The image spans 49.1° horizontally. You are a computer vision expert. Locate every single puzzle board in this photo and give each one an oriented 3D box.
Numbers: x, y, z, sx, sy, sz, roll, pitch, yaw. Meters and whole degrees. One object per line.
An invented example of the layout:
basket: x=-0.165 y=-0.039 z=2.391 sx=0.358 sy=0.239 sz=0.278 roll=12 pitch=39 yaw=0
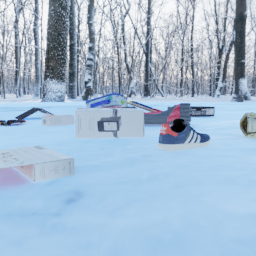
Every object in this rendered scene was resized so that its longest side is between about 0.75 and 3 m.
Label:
puzzle board: x=1.046 y=-0.717 z=11.544 sx=2.316 sy=0.201 sz=1.745 roll=19 pitch=4 yaw=-12

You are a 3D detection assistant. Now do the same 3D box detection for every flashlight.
flashlight: x=1.024 y=-0.506 z=10.332 sx=2.536 sy=0.862 sz=0.858 roll=2 pitch=6 yaw=10

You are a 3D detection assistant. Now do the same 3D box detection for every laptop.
laptop: x=-4.452 y=-0.505 z=13.683 sx=1.579 sy=0.915 sz=1.478 roll=30 pitch=-11 yaw=-33

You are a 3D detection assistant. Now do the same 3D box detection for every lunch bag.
lunch bag: x=-0.983 y=-1.062 z=13.187 sx=1.838 sy=0.758 sz=1.478 roll=-14 pitch=-12 yaw=25

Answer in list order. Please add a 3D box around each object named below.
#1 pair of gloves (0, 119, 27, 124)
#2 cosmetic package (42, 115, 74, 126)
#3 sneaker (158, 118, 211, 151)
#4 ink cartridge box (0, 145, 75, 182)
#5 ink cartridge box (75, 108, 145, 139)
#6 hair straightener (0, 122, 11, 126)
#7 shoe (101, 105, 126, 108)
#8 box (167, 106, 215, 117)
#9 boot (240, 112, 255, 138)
pair of gloves: x=-4.690 y=-0.232 z=10.760 sx=1.388 sy=0.172 sz=1.237 roll=-2 pitch=0 yaw=-3
cosmetic package: x=-2.617 y=-0.293 z=10.510 sx=1.072 sy=0.382 sz=0.544 roll=-5 pitch=8 yaw=-41
sneaker: x=1.274 y=0.102 z=6.050 sx=1.492 sy=0.631 sz=0.559 roll=-5 pitch=8 yaw=-40
ink cartridge box: x=-1.552 y=0.513 z=4.065 sx=1.110 sy=0.278 sz=1.278 roll=-6 pitch=9 yaw=-37
ink cartridge box: x=-0.523 y=-0.168 z=7.784 sx=1.802 sy=0.751 sz=1.308 roll=-1 pitch=7 yaw=-8
hair straightener: x=-4.597 y=-0.168 z=10.375 sx=0.301 sy=0.160 sz=0.782 roll=-6 pitch=10 yaw=-40
shoe: x=-0.642 y=-0.574 z=11.853 sx=0.884 sy=0.694 sz=1.944 roll=-3 pitch=2 yaw=-14
box: x=3.333 y=-0.899 z=15.039 sx=2.087 sy=0.519 sz=1.646 roll=-1 pitch=6 yaw=-7
boot: x=3.819 y=-0.066 z=6.857 sx=1.683 sy=0.784 sz=2.176 roll=1 pitch=1 yaw=4
